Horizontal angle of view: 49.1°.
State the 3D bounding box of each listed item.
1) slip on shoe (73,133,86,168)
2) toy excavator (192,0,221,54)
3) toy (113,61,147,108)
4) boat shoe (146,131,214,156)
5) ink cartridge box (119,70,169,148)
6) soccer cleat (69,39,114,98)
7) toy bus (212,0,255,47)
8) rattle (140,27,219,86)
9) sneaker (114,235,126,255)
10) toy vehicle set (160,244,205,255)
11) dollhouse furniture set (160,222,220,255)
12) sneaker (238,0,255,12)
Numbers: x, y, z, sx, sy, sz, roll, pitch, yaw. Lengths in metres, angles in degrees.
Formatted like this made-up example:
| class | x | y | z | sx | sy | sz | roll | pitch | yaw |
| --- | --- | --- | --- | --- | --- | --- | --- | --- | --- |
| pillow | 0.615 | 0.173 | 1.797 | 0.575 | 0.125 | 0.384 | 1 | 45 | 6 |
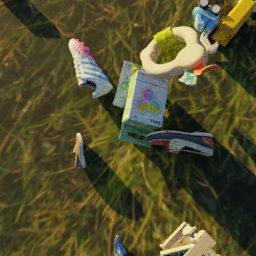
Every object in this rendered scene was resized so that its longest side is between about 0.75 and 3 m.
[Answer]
| class | x | y | z | sx | sy | sz | roll | pitch | yaw |
| --- | --- | --- | --- | --- | --- | --- | --- | --- | --- |
| slip on shoe | -1.567 | 0.719 | 8.825 | 0.337 | 0.423 | 1.112 | -8 | 82 | -9 |
| toy excavator | 2.780 | -3.552 | 9.936 | 1.456 | 0.748 | 1.497 | 33 | 90 | 11 |
| toy | 0.101 | -1.363 | 9.377 | 0.912 | 0.374 | 1.585 | 16 | 81 | -10 |
| boat shoe | 1.623 | 0.487 | 8.741 | 2.120 | 0.754 | 0.663 | 3 | 77 | -4 |
| ink cartridge box | 0.516 | -0.583 | 8.856 | 1.132 | 0.646 | 2.180 | 15 | 77 | -16 |
| soccer cleat | -1.454 | -1.994 | 9.367 | 0.991 | 0.802 | 2.297 | -38 | 78 | -11 |
| toy bus | 3.744 | -3.741 | 9.918 | 0.575 | 0.691 | 1.765 | 39 | 78 | 10 |
| rattle | 1.624 | -1.499 | 7.700 | 1.756 | 1.926 | 2.697 | -35 | 44 | -12 |
| sneaker | -0.233 | 3.503 | 8.107 | 0.325 | 0.292 | 0.790 | -3 | 79 | -7 |
| toy vehicle set | 1.702 | 4.270 | 7.724 | 1.197 | 0.255 | 1.927 | -13 | 85 | -4 |
| dollhouse furniture set | 1.703 | 3.254 | 7.133 | 1.004 | 2.268 | 1.175 | -42 | 79 | -10 |
| sneaker | 4.881 | -4.588 | 10.187 | 1.560 | 0.639 | 0.576 | 3 | 75 | 1 |
